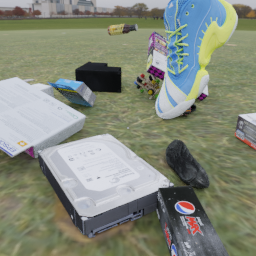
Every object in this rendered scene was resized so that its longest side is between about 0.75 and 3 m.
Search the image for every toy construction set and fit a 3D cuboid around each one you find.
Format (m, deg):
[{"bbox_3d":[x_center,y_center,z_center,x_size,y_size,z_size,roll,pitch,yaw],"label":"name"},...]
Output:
[{"bbox_3d":[1.069,-1.746,10.907,1.067,1.389,1.159,50,11,15],"label":"toy construction set"}]

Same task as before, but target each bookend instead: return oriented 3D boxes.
[{"bbox_3d":[-1.089,-2.311,12.447,1.963,0.910,1.976,4,23,8],"label":"bookend"}]

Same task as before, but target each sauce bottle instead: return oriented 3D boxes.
[{"bbox_3d":[-0.149,-2.829,8.005,0.877,0.290,0.290,0,22,24],"label":"sauce bottle"}]

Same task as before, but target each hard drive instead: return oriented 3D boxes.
[{"bbox_3d":[-0.577,0.916,5.602,1.797,0.487,2.572,-14,28,-28],"label":"hard drive"}]

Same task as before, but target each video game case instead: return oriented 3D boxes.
[{"bbox_3d":[1.903,-2.407,10.779,2.524,0.452,2.287,24,46,-19],"label":"video game case"}]

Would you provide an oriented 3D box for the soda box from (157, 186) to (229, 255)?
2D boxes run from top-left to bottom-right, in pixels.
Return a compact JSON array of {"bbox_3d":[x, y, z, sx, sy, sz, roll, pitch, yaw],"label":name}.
[{"bbox_3d":[0.881,1.559,4.012,0.617,0.552,1.744,-2,24,-6],"label":"soda box"}]

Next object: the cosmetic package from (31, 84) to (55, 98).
[{"bbox_3d":[-3.128,-0.965,9.463,0.826,0.826,1.002,16,27,34],"label":"cosmetic package"}]

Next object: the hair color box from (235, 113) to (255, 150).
[{"bbox_3d":[4.088,0.042,7.366,2.104,0.673,1.167,-5,25,-15],"label":"hair color box"}]

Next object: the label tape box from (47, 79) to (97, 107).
[{"bbox_3d":[-1.908,-1.335,9.697,1.062,0.466,1.472,13,-17,28],"label":"label tape box"}]

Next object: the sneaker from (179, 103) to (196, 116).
[{"bbox_3d":[1.677,-0.649,9.042,0.661,0.615,1.531,23,33,39],"label":"sneaker"}]

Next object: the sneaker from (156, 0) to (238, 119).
[{"bbox_3d":[0.988,-1.549,5.365,1.406,2.677,1.014,37,-15,-25],"label":"sneaker"}]

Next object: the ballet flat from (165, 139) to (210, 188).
[{"bbox_3d":[1.226,0.768,6.130,0.491,0.575,1.729,36,14,-22],"label":"ballet flat"}]

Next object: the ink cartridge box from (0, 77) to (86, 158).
[{"bbox_3d":[-2.974,-0.302,7.317,2.697,0.595,2.747,30,32,15],"label":"ink cartridge box"}]
